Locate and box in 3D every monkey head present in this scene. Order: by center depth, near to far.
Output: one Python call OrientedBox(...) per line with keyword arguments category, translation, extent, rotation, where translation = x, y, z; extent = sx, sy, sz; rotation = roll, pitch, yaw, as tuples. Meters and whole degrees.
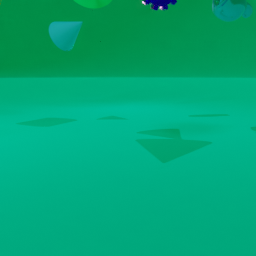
OrientedBox(category="monkey head", translation=(2.361, -2.934, 6.256), extent=(1.423, 0.858, 1.024), rotation=(-8, -27, -41))

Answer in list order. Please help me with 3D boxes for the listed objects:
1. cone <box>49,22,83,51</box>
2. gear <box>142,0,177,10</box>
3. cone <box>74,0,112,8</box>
OrientedBox(category="cone", translation=(-1.648, -2.882, 8.197), extent=(0.932, 0.929, 0.929), rotation=(-19, -1, 35))
OrientedBox(category="gear", translation=(0.973, -4.240, 8.333), extent=(1.359, 1.359, 0.251), rotation=(-4, 27, -18))
OrientedBox(category="cone", translation=(-0.659, -3.145, 5.436), extent=(1.126, 1.126, 1.130), rotation=(-3, -5, -14))
